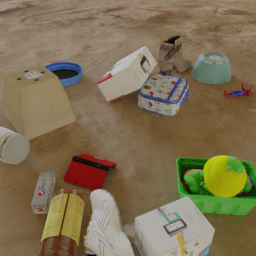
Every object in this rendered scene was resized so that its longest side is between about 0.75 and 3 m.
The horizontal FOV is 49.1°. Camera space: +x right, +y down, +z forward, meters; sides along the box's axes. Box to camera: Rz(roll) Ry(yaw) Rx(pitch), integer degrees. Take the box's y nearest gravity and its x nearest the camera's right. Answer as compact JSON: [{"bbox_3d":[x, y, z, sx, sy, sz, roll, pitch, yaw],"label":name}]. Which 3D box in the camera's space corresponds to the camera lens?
[{"bbox_3d":[-3.598,0.496,8.216,1.133,0.906,0.906,18,40,24],"label":"camera lens"}]

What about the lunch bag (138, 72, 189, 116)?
[{"bbox_3d":[1.445,-1.393,10.925,1.754,0.827,2.189,15,40,17],"label":"lunch bag"}]

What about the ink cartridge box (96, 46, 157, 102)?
[{"bbox_3d":[-0.014,-2.192,11.301,1.682,0.976,2.279,-21,25,34],"label":"ink cartridge box"}]

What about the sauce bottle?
[{"bbox_3d":[-1.413,2.371,5.745,0.807,0.807,2.446,1,36,1],"label":"sauce bottle"}]

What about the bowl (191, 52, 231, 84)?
[{"bbox_3d":[3.850,-2.837,12.779,1.829,0.957,1.829,-1,35,0],"label":"bowl"}]

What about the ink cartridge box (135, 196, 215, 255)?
[{"bbox_3d":[0.905,2.247,5.772,1.296,0.951,0.946,-16,39,-20],"label":"ink cartridge box"}]

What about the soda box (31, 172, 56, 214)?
[{"bbox_3d":[-2.134,1.629,7.133,0.380,0.353,1.114,-2,36,-3],"label":"soda box"}]

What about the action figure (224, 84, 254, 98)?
[{"bbox_3d":[4.582,-1.575,11.379,1.220,0.604,0.398,-5,37,-12],"label":"action figure"}]

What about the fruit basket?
[{"bbox_3d":[2.115,1.134,6.514,2.041,2.041,1.472,3,36,4],"label":"fruit basket"}]

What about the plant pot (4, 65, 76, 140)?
[{"bbox_3d":[-3.180,-1.041,9.659,1.941,1.718,1.939,-26,43,-30],"label":"plant pot"}]

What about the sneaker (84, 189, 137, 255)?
[{"bbox_3d":[-0.535,2.218,5.976,0.976,0.835,2.242,-16,38,-13],"label":"sneaker"}]

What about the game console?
[{"bbox_3d":[-1.043,1.224,7.905,1.138,0.676,0.981,14,7,18],"label":"game console"}]

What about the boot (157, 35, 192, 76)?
[{"bbox_3d":[2.251,-3.405,12.910,2.328,1.702,0.818,-30,45,-34],"label":"boot"}]

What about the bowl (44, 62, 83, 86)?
[{"bbox_3d":[-3.034,-2.440,12.711,1.959,0.385,1.959,0,36,0],"label":"bowl"}]
